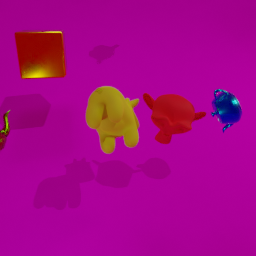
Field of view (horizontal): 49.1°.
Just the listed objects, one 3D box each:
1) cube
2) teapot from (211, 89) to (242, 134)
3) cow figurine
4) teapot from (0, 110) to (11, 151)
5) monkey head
[{"bbox_3d":[-2.237,-1.975,7.406,1.131,1.131,1.131,-4,22,-10],"label":"cube"},{"bbox_3d":[2.036,-0.361,5.902,0.563,1.150,0.715,-24,34,8],"label":"teapot"},{"bbox_3d":[-0.252,-0.296,5.368,0.880,1.602,1.577,-16,47,11],"label":"cow figurine"},{"bbox_3d":[-2.451,0.186,4.637,1.341,0.657,0.834,-35,16,-25],"label":"teapot"},{"bbox_3d":[0.894,-0.201,5.904,1.410,1.015,0.850,18,51,0],"label":"monkey head"}]
